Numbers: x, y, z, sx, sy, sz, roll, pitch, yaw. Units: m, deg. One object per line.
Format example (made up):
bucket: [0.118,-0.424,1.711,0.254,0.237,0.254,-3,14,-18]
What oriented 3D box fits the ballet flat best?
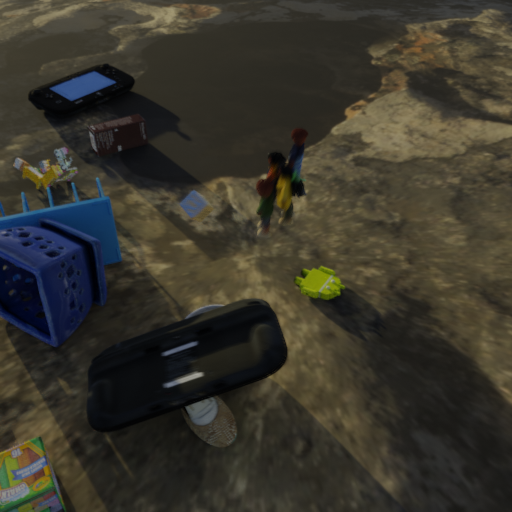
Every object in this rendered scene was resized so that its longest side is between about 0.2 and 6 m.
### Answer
ballet flat: [-0.857,1.889,7.457,0.566,0.524,1.605,-44,49,-11]

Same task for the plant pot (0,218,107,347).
plant pot: [-3.247,0.292,8.810,1.487,1.487,1.337,21,38,26]

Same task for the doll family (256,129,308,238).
doll family: [0.481,-1.363,9.827,0.847,1.247,2.158,2,43,6]

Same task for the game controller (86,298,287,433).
game controller: [-0.949,1.395,7.381,2.699,0.568,1.408,-20,42,0]

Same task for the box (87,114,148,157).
box: [-3.297,-2.892,13.433,1.292,0.647,0.484,-22,44,-24]

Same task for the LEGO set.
LEGO set: [-4.498,-1.869,12.192,1.702,0.783,0.633,-2,15,36]

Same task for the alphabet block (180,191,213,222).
alphabet block: [-1.021,-0.853,9.664,0.366,0.373,0.364,-43,70,7]

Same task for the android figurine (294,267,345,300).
android figurine: [1.093,0.473,9.583,0.838,0.172,0.763,21,43,27]

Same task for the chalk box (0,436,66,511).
chalk box: [-2.590,2.719,6.396,0.614,0.611,0.987,-20,42,-23]

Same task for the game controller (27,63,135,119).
game controller: [-4.827,-4.662,15.681,1.525,0.616,2.923,25,45,28]

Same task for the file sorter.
file sorter: [-3.520,-0.501,9.939,1.873,1.300,1.149,-14,37,-17]

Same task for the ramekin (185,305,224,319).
ramekin: [-0.610,1.259,8.203,1.002,0.526,1.002,-5,44,5]
